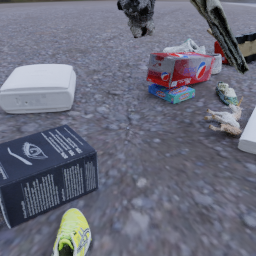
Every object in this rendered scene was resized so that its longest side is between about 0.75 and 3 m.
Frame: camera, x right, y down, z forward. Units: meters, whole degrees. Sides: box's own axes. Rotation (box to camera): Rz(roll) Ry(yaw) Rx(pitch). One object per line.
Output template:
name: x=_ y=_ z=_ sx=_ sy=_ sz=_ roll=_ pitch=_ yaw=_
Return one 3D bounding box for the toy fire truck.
toy fire truck: x=4.781 y=-4.049 z=13.456 sx=2.308 sy=1.687 sz=2.623 roll=-22 pitch=24 yaw=-33

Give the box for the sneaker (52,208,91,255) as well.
sneaker: x=-0.800 y=1.633 z=4.027 sx=0.515 sy=0.522 sz=1.367 roll=-5 pitch=29 yaw=-6

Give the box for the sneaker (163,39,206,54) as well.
sneaker: x=2.623 y=-3.617 z=12.975 sx=0.908 sy=1.068 sz=2.414 roll=-24 pitch=36 yaw=-34

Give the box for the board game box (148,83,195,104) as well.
board game box: x=1.462 y=-1.255 z=9.499 sx=0.974 sy=0.288 sz=1.280 roll=-20 pitch=34 yaw=-31

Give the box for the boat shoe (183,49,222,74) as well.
boat shoe: x=2.648 y=-2.890 z=11.820 sx=2.547 sy=0.873 sz=0.917 roll=17 pitch=36 yaw=28

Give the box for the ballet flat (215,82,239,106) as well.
ballet flat: x=3.213 y=-1.155 z=9.138 sx=0.506 sy=0.506 sz=1.364 roll=-4 pitch=30 yaw=-8

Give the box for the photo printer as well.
photo printer: x=-2.785 y=-1.401 z=9.131 sx=2.125 sy=0.887 sz=2.554 roll=-3 pitch=30 yaw=-5

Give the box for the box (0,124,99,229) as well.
box: x=-1.599 y=0.772 z=5.169 sx=1.751 sy=0.914 sz=1.296 roll=-19 pitch=34 yaw=-30

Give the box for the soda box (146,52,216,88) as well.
soda box: x=1.936 y=-2.126 z=9.928 sx=1.037 sy=0.940 sz=2.963 roll=25 pitch=27 yaw=34

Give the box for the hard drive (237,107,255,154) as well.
hard drive: x=4.001 y=0.026 z=7.106 sx=1.755 sy=0.350 sz=2.661 roll=16 pitch=33 yaw=27

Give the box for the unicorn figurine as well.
unicorn figurine: x=2.646 y=-0.257 z=7.532 sx=1.060 sy=0.570 sz=1.543 roll=9 pitch=43 yaw=-3

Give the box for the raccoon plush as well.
raccoon plush: x=0.770 y=-4.421 z=9.839 sx=1.257 sy=2.598 sz=1.741 roll=38 pitch=4 yaw=22

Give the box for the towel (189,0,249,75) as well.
towel: x=1.872 y=-2.834 z=6.504 sx=0.486 sy=2.708 sz=2.812 roll=-25 pitch=60 yaw=25
